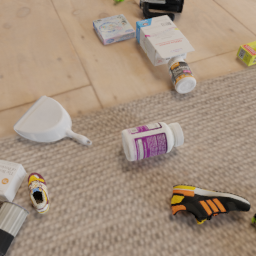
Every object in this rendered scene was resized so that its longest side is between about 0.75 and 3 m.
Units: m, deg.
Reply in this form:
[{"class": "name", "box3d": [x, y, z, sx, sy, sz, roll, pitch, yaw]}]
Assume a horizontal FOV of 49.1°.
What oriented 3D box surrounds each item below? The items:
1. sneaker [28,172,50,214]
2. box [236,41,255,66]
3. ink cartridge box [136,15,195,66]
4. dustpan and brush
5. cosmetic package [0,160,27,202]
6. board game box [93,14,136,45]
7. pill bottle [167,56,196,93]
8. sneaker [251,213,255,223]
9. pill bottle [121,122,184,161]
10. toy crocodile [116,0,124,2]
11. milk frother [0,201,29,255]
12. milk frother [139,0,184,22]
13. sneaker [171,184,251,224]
[{"class": "sneaker", "box3d": [-2.899, 1.968, 9.012, 0.570, 0.685, 1.521, -23, 56, -16]}, {"class": "box", "box3d": [6.537, -3.765, 13.385, 2.516, 0.630, 0.947, -19, 55, -14]}, {"class": "ink cartridge box", "box3d": [1.689, -4.016, 13.336, 1.714, 1.010, 2.976, -17, 55, -12]}, {"class": "dustpan and brush", "box3d": [-2.609, -0.030, 10.606, 2.797, 0.800, 1.952, 19, 56, 22]}, {"class": "cosmetic package", "box3d": [-5.021, 1.551, 9.311, 2.856, 0.723, 1.179, 10, 54, 7]}, {"class": "board game box", "box3d": [-0.737, -5.167, 14.607, 1.745, 0.379, 1.737, -19, 55, -14]}, {"class": "pill bottle", "box3d": [2.278, -2.333, 12.132, 0.911, 0.911, 1.565, -10, 55, -7]}, {"class": "sneaker", "box3d": [4.593, 2.545, 8.617, 1.741, 0.624, 0.721, -23, 56, -17]}, {"class": "pill bottle", "box3d": [0.866, 0.423, 9.911, 2.034, 1.142, 1.142, -12, 54, -9]}, {"class": "toy crocodile", "box3d": [-0.292, -8.057, 16.674, 0.638, 0.584, 1.890, 29, 58, 20]}, {"class": "milk frother", "box3d": [-3.820, 2.698, 7.988, 1.293, 1.432, 1.347, 15, 54, 10]}, {"class": "milk frother", "box3d": [1.845, -7.212, 14.814, 2.417, 2.570, 2.319, 7, 57, 6]}, {"class": "sneaker", "box3d": [2.505, 2.485, 8.657, 2.391, 0.836, 1.076, 11, 70, 7]}]
